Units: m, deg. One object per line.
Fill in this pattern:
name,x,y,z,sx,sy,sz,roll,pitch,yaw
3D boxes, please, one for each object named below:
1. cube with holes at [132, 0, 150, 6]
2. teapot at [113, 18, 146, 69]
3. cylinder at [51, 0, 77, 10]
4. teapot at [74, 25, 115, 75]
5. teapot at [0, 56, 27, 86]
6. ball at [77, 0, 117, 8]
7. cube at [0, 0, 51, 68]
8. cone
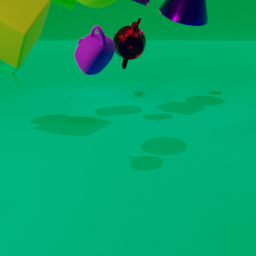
cube with holes,0.252,-4.065,7.164,1.060,1.060,1.060,26,-17,9
teapot,0.068,-2.195,7.239,0.892,1.435,0.703,9,35,-15
cylinder,-1.800,-3.697,7.009,1.082,1.082,1.082,11,13,-26
teapot,-0.549,-1.139,4.271,0.518,1.058,0.658,41,58,2
teapot,-3.131,-1.917,7.272,1.099,1.767,0.865,-7,17,1
ball,-0.494,-2.400,4.309,1.016,1.016,1.016,0,19,0
cube,-2.645,-2.379,6.159,1.250,1.250,1.250,28,57,-15
cone,1.894,-4.139,8.314,1.591,1.597,1.591,8,42,-7
